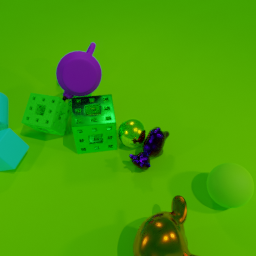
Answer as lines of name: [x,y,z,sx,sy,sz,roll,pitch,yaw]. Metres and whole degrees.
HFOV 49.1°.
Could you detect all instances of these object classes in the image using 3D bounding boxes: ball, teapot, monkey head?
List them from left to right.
teapot: [-1.369,-1.446,7.643,1.203,1.934,0.947,26,13,-21]
ball: [0.128,0.131,7.660,0.810,0.810,0.810,0,48,0]
monkey head: [0.820,2.250,5.281,1.371,1.148,1.905,1,36,44]
ball: [2.343,1.314,6.447,1.023,1.023,1.023,0,48,0]

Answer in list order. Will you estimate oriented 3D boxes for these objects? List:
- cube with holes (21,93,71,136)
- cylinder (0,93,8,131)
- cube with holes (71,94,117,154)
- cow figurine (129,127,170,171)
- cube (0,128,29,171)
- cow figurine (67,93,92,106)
cube with holes: [-2.236,-0.365,7.793,0.865,0.865,0.865,9,76,14]
cylinder: [-3.868,-0.421,7.865,0.937,0.937,0.937,-8,66,-7]
cube with holes: [-0.913,-0.107,7.672,1.101,1.101,1.101,-6,48,-5]
cow figurine: [0.566,0.528,7.232,0.627,1.142,1.124,28,19,22]
cube: [-3.167,0.568,7.126,0.745,0.745,0.745,-12,40,33]
cow figurine: [-1.714,-1.516,9.055,1.622,0.891,1.596,34,52,14]
